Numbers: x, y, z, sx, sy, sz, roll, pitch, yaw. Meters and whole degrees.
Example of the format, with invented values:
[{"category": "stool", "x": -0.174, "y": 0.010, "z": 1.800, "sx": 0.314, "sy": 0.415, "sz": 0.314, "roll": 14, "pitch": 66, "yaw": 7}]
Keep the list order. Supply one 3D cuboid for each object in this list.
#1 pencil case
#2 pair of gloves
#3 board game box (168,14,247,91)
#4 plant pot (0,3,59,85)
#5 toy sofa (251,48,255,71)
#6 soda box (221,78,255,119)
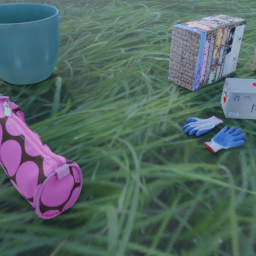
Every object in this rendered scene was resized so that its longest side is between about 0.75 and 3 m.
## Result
[{"category": "pencil case", "x": -2.154, "y": 0.513, "z": 5.987, "sx": 2.879, "sy": 1.349, "sz": 1.306, "roll": 36, "pitch": 25, "yaw": 31}, {"category": "pair of gloves", "x": 2.355, "y": 0.085, "z": 7.772, "sx": 1.308, "sy": 0.185, "sz": 1.627, "roll": -20, "pitch": 40, "yaw": -25}, {"category": "board game box", "x": 2.863, "y": -2.812, "z": 10.218, "sx": 2.564, "sy": 2.044, "sz": 1.242, "roll": -25, "pitch": 41, "yaw": -31}, {"category": "plant pot", "x": -3.881, "y": -3.017, "z": 10.248, "sx": 2.916, "sy": 2.340, "sz": 2.916, "roll": 1, "pitch": 36, "yaw": -1}, {"category": "toy sofa", "x": 6.076, "y": -2.351, "z": 10.140, "sx": 1.204, "sy": 1.418, "sz": 2.907, "roll": -16, "pitch": 38, "yaw": -21}, {"category": "soda box", "x": 4.392, "y": -0.851, "z": 8.441, "sx": 2.891, "sy": 0.917, "sz": 0.987, "roll": 3, "pitch": 36, "yaw": 4}]
